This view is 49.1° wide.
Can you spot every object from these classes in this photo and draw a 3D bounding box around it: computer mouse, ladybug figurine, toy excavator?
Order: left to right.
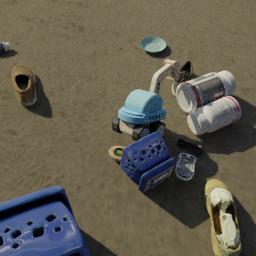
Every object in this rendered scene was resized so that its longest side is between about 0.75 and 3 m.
[{"bbox_3d":[-0.262,0.912,9.593,0.842,0.303,0.571,16,52,13],"label":"ladybug figurine"},{"bbox_3d":[0.818,-1.026,9.709,1.300,2.603,2.531,25,26,38],"label":"toy excavator"},{"bbox_3d":[1.939,1.130,9.396,0.944,0.378,1.722,20,47,10],"label":"computer mouse"}]

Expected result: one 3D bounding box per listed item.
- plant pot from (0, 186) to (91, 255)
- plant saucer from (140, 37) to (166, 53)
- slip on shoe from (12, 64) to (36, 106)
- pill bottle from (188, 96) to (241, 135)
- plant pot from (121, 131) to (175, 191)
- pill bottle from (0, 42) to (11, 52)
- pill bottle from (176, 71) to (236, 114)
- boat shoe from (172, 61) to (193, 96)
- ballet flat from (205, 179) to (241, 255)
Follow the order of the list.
[{"bbox_3d":[-2.185,2.884,6.761,2.298,2.298,2.066,-17,45,-14],"label":"plant pot"},{"bbox_3d":[1.221,-4.020,13.723,1.275,0.245,1.275,0,51,1],"label":"plant saucer"},{"bbox_3d":[-4.395,-2.006,11.710,0.958,0.763,2.520,-13,52,-11],"label":"slip on shoe"},{"bbox_3d":[3.140,-0.437,10.268,1.747,0.991,0.991,-22,54,-17],"label":"pill bottle"},{"bbox_3d":[0.652,1.124,8.787,1.365,1.365,1.227,-26,62,-20],"label":"plant pot"},{"bbox_3d":[-6.094,-3.890,13.498,0.763,0.424,0.424,-19,53,-15],"label":"pill bottle"},{"bbox_3d":[3.069,-1.448,10.950,2.124,1.231,1.231,-21,54,-17],"label":"pill bottle"},{"bbox_3d":[2.344,-2.122,11.889,0.708,0.638,1.968,16,52,13],"label":"boat shoe"},{"bbox_3d":[2.727,2.448,7.974,0.897,0.897,2.538,4,50,3],"label":"ballet flat"}]
